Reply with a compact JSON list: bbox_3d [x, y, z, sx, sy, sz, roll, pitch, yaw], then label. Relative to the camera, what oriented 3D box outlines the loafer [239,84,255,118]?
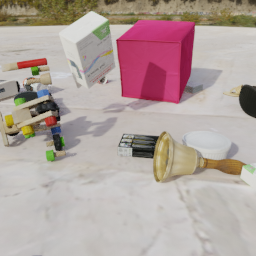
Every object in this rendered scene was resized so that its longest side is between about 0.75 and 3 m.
[{"bbox_3d":[5.239,-0.750,10.324,1.024,1.048,2.871,-5,35,-20],"label":"loafer"}]

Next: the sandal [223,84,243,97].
[{"bbox_3d":[5.227,-1.705,12.707,1.729,0.569,0.634,19,31,34],"label":"sandal"}]

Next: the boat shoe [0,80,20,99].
[{"bbox_3d":[-6.113,-1.573,12.259,1.152,0.928,2.485,8,20,40],"label":"boat shoe"}]

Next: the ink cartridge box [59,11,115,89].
[{"bbox_3d":[-1.121,-2.154,8.584,0.759,2.253,1.320,35,65,25],"label":"ink cartridge box"}]

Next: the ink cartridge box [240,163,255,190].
[{"bbox_3d":[3.362,1.155,6.804,0.940,0.395,0.684,-9,27,-19],"label":"ink cartridge box"}]

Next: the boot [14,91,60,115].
[{"bbox_3d":[-3.616,-0.877,10.998,1.566,0.624,1.900,-12,32,-19],"label":"boot"}]

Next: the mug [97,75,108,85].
[{"bbox_3d":[-1.520,-2.551,14.770,0.808,0.717,0.539,18,67,42],"label":"mug"}]

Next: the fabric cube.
[{"bbox_3d":[1.325,-3.038,12.561,2.743,2.796,2.787,9,38,18],"label":"fabric cube"}]

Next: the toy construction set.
[{"bbox_3d":[-3.097,-0.525,8.073,2.067,2.690,2.243,-11,19,-11],"label":"toy construction set"}]

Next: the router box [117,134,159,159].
[{"bbox_3d":[0.376,0.519,8.256,1.229,0.314,0.916,4,25,9],"label":"router box"}]

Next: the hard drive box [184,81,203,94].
[{"bbox_3d":[3.126,-1.970,13.568,0.825,0.317,0.643,-21,33,-37],"label":"hard drive box"}]

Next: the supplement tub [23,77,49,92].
[{"bbox_3d":[-4.310,-1.944,13.006,1.224,0.750,0.750,20,32,36],"label":"supplement tub"}]

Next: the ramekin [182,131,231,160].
[{"bbox_3d":[2.116,0.584,7.691,1.312,0.611,1.312,1,22,0],"label":"ramekin"}]

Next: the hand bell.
[{"bbox_3d":[1.957,0.896,6.974,2.423,1.262,1.262,10,24,-10],"label":"hand bell"}]
